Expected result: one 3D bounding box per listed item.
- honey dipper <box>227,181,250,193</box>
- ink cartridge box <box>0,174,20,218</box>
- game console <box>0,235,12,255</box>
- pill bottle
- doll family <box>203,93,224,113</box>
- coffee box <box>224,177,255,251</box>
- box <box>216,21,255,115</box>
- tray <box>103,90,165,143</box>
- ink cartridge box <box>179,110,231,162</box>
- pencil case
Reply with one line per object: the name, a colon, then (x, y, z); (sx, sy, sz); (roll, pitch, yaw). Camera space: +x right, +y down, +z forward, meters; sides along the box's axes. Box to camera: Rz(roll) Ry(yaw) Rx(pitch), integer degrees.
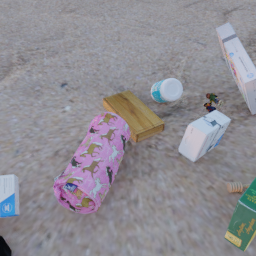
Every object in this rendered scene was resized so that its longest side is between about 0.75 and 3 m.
honey dipper: (2.932, 1.320, 6.471); (1.246, 0.237, 0.237); (-4, 42, -4)
ink cartridge box: (-2.931, 1.418, 5.548); (1.397, 0.470, 0.812); (-5, 74, -12)
game console: (-3.098, 2.050, 4.424); (2.433, 0.293, 1.435); (25, 10, -22)
pill bottle: (1.119, -1.124, 8.588); (0.672, 0.672, 1.214); (-15, 6, -16)
doll family: (2.423, -0.690, 8.103); (0.381, 0.970, 0.561); (-33, 57, -28)
coffee box: (2.656, 1.229, 5.397); (0.464, 1.296, 2.108); (31, 50, 31)
box: (3.420, -1.788, 8.483); (0.477, 1.805, 2.315); (-24, 56, 17)
tray: (0.125, -0.431, 8.396); (0.965, 0.362, 1.957); (-21, 45, -23)
ink cartridge box: (1.852, 0.174, 6.779); (0.508, 0.866, 1.182); (37, 42, 28)
pencil case: (-0.722, 0.686, 6.309); (0.987, 1.031, 2.384); (-11, 36, 32)
